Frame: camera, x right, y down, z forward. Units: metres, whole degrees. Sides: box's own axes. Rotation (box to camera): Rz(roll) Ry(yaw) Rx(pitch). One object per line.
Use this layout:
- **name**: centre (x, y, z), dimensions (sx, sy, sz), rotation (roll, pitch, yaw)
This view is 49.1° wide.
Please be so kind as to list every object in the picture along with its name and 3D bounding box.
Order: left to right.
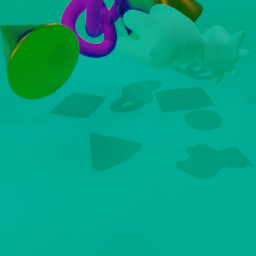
- **cone**: centre (-1.632, -1.294, 4.322), dimensions (1.241, 1.237, 1.237), rotation (39, 49, 21)
- **knot shape**: centre (-0.768, -2.519, 6.322), dimensions (0.954, 2.064, 1.932), rotation (7, 78, 22)
- **cube**: centre (0.626, -2.452, 6.177), dimensions (1.123, 1.123, 1.123), rotation (22, 39, -43)
- **cone**: centre (0.660, -2.256, 4.778), dimensions (0.954, 0.958, 0.954), rotation (-23, 39, 20)
- **cow figurine**: centre (0.752, -1.045, 3.617), dimensions (1.412, 0.788, 1.435), rotation (34, 38, 18)
